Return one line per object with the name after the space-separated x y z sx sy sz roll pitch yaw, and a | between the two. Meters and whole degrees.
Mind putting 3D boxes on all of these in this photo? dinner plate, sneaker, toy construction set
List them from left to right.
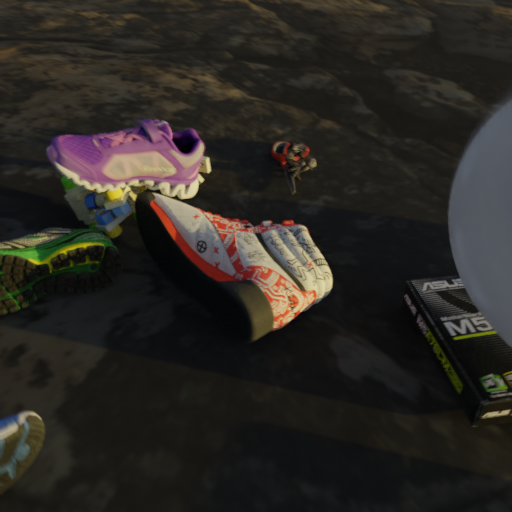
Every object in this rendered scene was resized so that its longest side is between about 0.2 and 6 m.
-3.069 2.069 5.245 2.153 0.815 0.829 -28 49 -34 | sneaker
-3.188 0.145 7.911 2.421 0.945 1.031 -7 29 -24 | sneaker
-2.088 -1.367 9.451 1.834 1.289 2.797 0 26 32 | toy construction set
-1.709 -1.502 7.927 2.359 1.043 0.949 0 48 -40 | sneaker
-0.350 -0.125 8.034 1.675 1.043 3.125 -24 47 -31 | sneaker
3.144 -0.359 4.370 3.116 0.378 3.116 -6 69 17 | dinner plate

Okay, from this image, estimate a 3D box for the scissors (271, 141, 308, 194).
0.554 -1.743 10.970 0.752 0.143 2.055 9 39 8 | scissors

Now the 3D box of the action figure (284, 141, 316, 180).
0.811 -1.858 10.668 0.494 0.575 0.968 -26 31 23 | action figure

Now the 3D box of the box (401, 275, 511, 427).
3.241 0.997 6.935 2.197 0.522 2.122 -5 39 -7 | box
